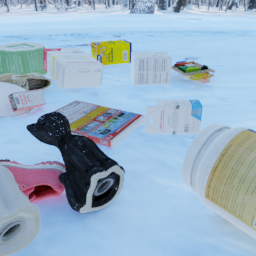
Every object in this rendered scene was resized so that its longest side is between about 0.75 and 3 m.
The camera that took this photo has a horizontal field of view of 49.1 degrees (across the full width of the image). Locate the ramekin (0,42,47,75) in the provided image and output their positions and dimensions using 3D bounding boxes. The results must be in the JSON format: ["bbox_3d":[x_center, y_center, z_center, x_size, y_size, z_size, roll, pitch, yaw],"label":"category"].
[{"bbox_3d":[-5.314,-3.459,14.077,2.650,1.294,2.650,0,27,0],"label":"ramekin"}]

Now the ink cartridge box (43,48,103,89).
[{"bbox_3d":[-2.499,-2.707,12.442,1.829,1.051,2.520,-9,33,-32],"label":"ink cartridge box"}]

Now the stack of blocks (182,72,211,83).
[{"bbox_3d":[3.200,-2.534,13.238,0.819,0.417,1.422,-7,28,-13],"label":"stack of blocks"}]

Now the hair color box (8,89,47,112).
[{"bbox_3d":[-3.451,-0.964,9.642,0.354,0.587,1.157,-16,2,39],"label":"hair color box"}]

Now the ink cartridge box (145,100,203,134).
[{"bbox_3d":[1.326,-0.340,8.364,1.618,0.937,0.540,1,27,1],"label":"ink cartridge box"}]

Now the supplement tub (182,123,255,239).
[{"bbox_3d":[2.302,0.982,4.910,1.697,1.697,2.346,-20,34,-34],"label":"supplement tub"}]

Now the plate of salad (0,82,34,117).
[{"bbox_3d":[-4.362,-0.967,9.911,2.061,0.495,2.061,17,36,-13],"label":"plate of salad"}]

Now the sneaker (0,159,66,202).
[{"bbox_3d":[-2.216,1.130,5.718,1.967,0.725,0.853,-4,28,-8],"label":"sneaker"}]

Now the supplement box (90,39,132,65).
[{"bbox_3d":[-0.949,-4.303,15.898,2.104,1.152,1.145,-11,29,-20],"label":"supplement box"}]

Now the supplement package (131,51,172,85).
[{"bbox_3d":[1.015,-2.712,12.671,1.653,1.245,1.255,-2,27,-4],"label":"supplement package"}]

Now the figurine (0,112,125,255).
[{"bbox_3d":[-1.935,0.717,5.509,2.757,1.187,2.690,-20,45,-32],"label":"figurine"}]

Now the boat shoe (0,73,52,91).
[{"bbox_3d":[-4.265,-1.698,11.136,0.816,0.906,2.513,22,29,38],"label":"boat shoe"}]

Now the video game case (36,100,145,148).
[{"bbox_3d":[-1.165,-0.241,8.926,2.846,0.248,2.035,14,30,26],"label":"video game case"}]

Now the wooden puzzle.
[{"bbox_3d":[2.952,-2.824,13.099,1.875,0.325,2.780,-11,29,-23],"label":"wooden puzzle"}]
